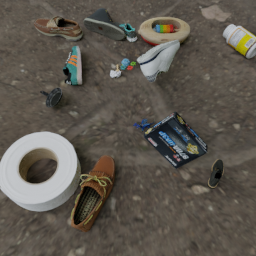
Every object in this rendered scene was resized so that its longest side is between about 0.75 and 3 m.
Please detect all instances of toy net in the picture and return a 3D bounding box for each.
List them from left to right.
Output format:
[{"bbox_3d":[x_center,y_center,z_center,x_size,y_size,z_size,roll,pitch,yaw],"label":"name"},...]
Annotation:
[{"bbox_3d":[-0.271,-2.743,13.252,0.737,0.271,1.405,34,67,16],"label":"toy net"}]

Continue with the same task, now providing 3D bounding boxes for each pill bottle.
[{"bbox_3d":[5.579,-4.299,13.741,0.989,0.989,1.810,-32,64,-18],"label":"pill bottle"}]

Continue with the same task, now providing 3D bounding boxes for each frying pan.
[{"bbox_3d":[-3.381,-1.259,12.113,1.612,0.262,0.975,-5,62,38],"label":"frying pan"}]

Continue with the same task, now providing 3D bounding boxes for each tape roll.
[{"bbox_3d":[-3.175,1.561,10.253,2.801,0.980,2.801,0,60,-1],"label":"tape roll"}]

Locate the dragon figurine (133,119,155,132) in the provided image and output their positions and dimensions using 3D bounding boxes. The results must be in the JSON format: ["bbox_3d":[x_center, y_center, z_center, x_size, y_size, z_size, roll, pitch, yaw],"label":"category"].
[{"bbox_3d":[0.721,-0.163,11.541,1.061,0.527,0.312,-23,62,-13],"label":"dragon figurine"}]

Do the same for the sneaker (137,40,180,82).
[{"bbox_3d":[1.351,-2.784,11.331,0.982,1.035,2.571,-7,27,49],"label":"sneaker"}]

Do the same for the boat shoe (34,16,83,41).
[{"bbox_3d":[-3.576,-5.281,14.338,2.656,0.953,1.006,14,60,8],"label":"boat shoe"}]

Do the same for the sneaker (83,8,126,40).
[{"bbox_3d":[-0.994,-5.479,14.471,2.422,0.906,1.287,26,65,16],"label":"sneaker"}]

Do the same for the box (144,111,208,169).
[{"bbox_3d":[1.720,0.480,10.114,1.854,1.474,0.427,45,34,-15],"label":"box"}]

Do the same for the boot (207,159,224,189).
[{"bbox_3d":[3.358,1.572,10.321,0.474,0.846,1.224,19,60,11],"label":"boot"}]

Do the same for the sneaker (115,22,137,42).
[{"bbox_3d":[-0.120,-5.127,14.384,1.589,0.725,0.617,39,67,21],"label":"sneaker"}]

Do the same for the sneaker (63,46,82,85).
[{"bbox_3d":[-2.607,-2.956,13.052,0.878,0.785,2.198,-4,61,-8],"label":"sneaker"}]

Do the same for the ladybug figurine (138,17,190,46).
[{"bbox_3d":[1.789,-4.735,14.027,2.565,0.923,1.741,2,59,1],"label":"ladybug figurine"}]

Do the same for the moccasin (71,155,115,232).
[{"bbox_3d":[-1.223,2.166,9.821,1.031,1.088,2.818,23,62,13],"label":"moccasin"}]
